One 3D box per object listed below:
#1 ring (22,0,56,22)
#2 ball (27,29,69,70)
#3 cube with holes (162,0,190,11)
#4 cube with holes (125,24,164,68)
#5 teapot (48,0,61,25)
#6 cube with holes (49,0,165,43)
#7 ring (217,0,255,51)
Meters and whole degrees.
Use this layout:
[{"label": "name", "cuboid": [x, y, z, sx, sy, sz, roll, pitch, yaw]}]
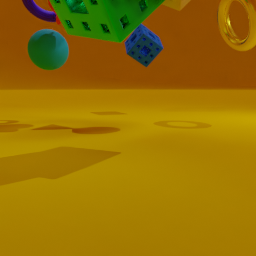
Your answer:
[{"label": "ring", "cuboid": [-2.599, -4.148, 9.091, 1.696, 0.339, 1.696, 2, -27, 1]}, {"label": "ball", "cuboid": [-2.377, -2.328, 8.369, 1.185, 1.185, 1.185, 0, 9, 0]}, {"label": "cube with holes", "cuboid": [0.657, -2.939, 4.411, 1.267, 1.267, 1.267, 31, 66, 23]}, {"label": "cube with holes", "cuboid": [0.686, -3.674, 12.452, 1.144, 1.144, 1.144, 28, 33, -28]}, {"label": "teapot", "cuboid": [-1.692, -3.370, 7.555, 0.810, 1.302, 0.638, 15, -16, 3]}, {"label": "cube with holes", "cuboid": [-0.367, -2.161, 3.979, 1.233, 1.233, 1.233, 23, 62, 39]}, {"label": "ring", "cuboid": [3.472, -3.388, 8.797, 0.396, 1.978, 1.978, -24, 13, -9]}]
